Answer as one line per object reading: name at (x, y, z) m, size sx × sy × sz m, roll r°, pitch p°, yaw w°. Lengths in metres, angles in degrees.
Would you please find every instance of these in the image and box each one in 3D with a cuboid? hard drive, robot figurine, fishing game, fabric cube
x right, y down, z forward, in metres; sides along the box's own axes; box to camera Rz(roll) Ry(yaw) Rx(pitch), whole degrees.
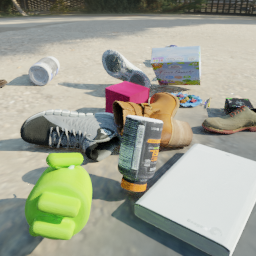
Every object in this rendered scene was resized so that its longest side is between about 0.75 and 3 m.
hard drive at (1.796, 1.375, 6.345) m, size 1.972 × 0.393 × 2.991 m, roll 18°, pitch 32°, yaw 31°
robot figurine at (-1.203, 1.263, 5.116) m, size 1.069 × 1.621 × 1.848 m, roll 12°, pitch 10°, yaw -7°
fishing game at (2.285, -1.249, 11.488) m, size 2.202 × 0.342 × 1.577 m, roll 12°, pitch 27°, yaw 21°
fabric cube at (-0.027, -0.899, 9.944) m, size 1.136 × 1.139 × 1.118 m, roll 23°, pitch 34°, yaw 33°

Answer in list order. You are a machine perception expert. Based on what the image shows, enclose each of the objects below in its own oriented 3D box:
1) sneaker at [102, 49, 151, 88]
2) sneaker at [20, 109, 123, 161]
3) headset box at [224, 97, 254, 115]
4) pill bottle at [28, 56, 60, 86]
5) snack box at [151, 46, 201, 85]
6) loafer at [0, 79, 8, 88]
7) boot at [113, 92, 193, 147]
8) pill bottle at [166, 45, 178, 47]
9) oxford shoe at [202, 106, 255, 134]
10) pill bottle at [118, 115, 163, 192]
sneaker at (-0.056, -2.544, 12.803) m, size 2.708 × 1.055 × 1.346 m, roll 43°, pitch 17°, yaw 10°
sneaker at (-1.501, 0.256, 7.782) m, size 2.960 × 1.111 × 1.710 m, roll -5°, pitch 30°, yaw -12°
headset box at (4.085, -0.747, 10.363) m, size 0.871 × 0.464 × 1.000 m, roll 4°, pitch 28°, yaw 8°
pill bottle at (-4.059, -2.865, 13.798) m, size 1.074 × 1.074 × 1.888 m, roll 2°, pitch 28°, yaw 4°
snack box at (2.118, -2.580, 11.985) m, size 1.936 × 0.777 × 2.295 m, roll 2°, pitch -15°, yaw 17°
loafer at (-6.452, -2.167, 12.965) m, size 1.662 × 0.590 × 0.607 m, roll -1°, pitch 27°, yaw -2°
boot at (0.550, -0.516, 8.705) m, size 2.215 × 1.055 × 2.864 m, roll 9°, pitch 27°, yaw -20°
pill bottle at (2.701, -4.362, 16.677) m, size 1.080 × 1.080 × 1.804 m, roll -5°, pitch 27°, yaw -9°
oxford shoe at (3.533, -0.360, 9.173) m, size 2.292 × 0.857 × 0.807 m, roll -5°, pitch 28°, yaw -10°
pill bottle at (0.240, 0.571, 6.265) m, size 0.861 × 1.621 × 0.861 m, roll 9°, pitch 5°, yaw -1°
